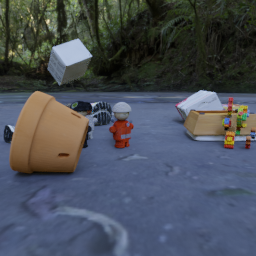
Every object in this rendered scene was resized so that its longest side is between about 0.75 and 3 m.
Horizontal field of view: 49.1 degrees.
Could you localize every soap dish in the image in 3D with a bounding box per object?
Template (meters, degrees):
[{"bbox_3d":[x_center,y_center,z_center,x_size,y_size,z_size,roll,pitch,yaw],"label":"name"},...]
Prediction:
[{"bbox_3d":[3.198,-0.144,9.702,2.252,0.915,1.772,-1,9,1],"label":"soap dish"}]

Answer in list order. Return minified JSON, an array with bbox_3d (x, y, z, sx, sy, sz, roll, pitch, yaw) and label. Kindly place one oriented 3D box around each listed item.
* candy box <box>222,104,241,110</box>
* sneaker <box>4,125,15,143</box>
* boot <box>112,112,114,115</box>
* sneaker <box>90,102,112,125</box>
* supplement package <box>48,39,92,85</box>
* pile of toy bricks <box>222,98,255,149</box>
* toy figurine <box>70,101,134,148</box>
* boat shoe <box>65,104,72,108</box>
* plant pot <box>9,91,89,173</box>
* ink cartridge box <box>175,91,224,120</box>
[{"bbox_3d":[5.068,-0.927,15.284,2.314,0.653,1.350,-1,10,2],"label":"candy box"},{"bbox_3d":[-3.460,0.246,8.865,1.410,0.521,0.559,14,6,34],"label":"sneaker"},{"bbox_3d":[-0.651,-1.023,16.229,1.143,0.516,0.416,7,12,37],"label":"boot"},{"bbox_3d":[-1.791,-0.603,12.248,1.192,1.032,2.640,3,9,40],"label":"sneaker"},{"bbox_3d":[-1.680,-1.874,8.007,0.903,0.694,0.944,-32,-10,-34],"label":"supplement package"},{"bbox_3d":[3.258,-0.239,8.191,0.934,0.831,1.684,5,54,22],"label":"pile of toy bricks"},{"bbox_3d":[-0.803,-0.211,8.737,1.961,1.364,1.931,0,9,1],"label":"toy figurine"},{"bbox_3d":[-3.554,-1.131,16.519,0.642,0.632,1.725,1,9,8],"label":"boat shoe"},{"bbox_3d":[-1.551,0.222,5.894,1.197,1.710,1.710,17,8,-5],"label":"plant pot"},{"bbox_3d":[3.256,-0.979,13.079,1.554,0.892,2.140,-29,10,4],"label":"ink cartridge box"}]
